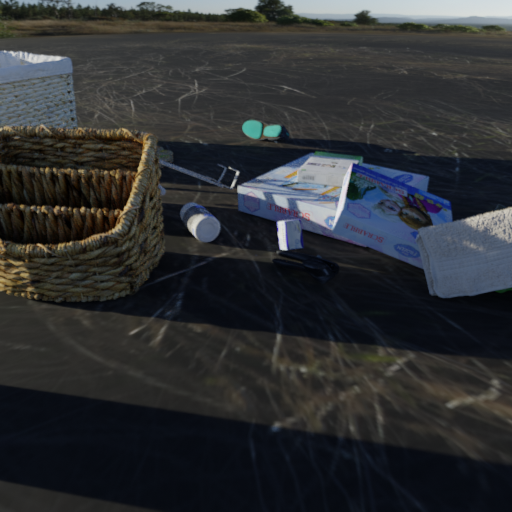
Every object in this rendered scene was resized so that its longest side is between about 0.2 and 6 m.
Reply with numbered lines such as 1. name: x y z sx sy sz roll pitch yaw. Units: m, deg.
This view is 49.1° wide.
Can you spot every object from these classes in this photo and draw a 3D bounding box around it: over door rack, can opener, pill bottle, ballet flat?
1. over door rack: -1.763 -1.757 12.343 2.474 0.824 1.828 7 11 -15
2. can opener: 0.813 0.114 9.346 1.318 0.518 0.418 18 58 46
3. pill bottle: -1.101 -0.667 10.766 0.526 0.526 0.925 -13 31 -24
4. ballet flat: 0.328 -3.666 16.667 0.628 0.628 1.719 -23 29 -38

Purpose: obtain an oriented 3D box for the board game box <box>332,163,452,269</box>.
1. board game box: 2.458 -0.703 9.886 2.040 0.420 2.036 21 37 0

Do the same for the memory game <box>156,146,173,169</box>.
1. memory game: -3.348 -2.627 15.002 2.303 0.147 2.303 0 27 0

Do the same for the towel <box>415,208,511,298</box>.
1. towel: 3.374 -0.045 8.383 1.770 1.173 0.305 -14 8 20

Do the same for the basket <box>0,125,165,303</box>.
1. basket: -3.207 -0.726 8.984 3.051 2.273 2.177 6 28 10

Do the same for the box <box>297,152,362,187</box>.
1. box: 1.610 -1.876 12.041 1.087 0.274 1.506 10 30 19

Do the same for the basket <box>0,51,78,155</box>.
1. basket: -7.028 -4.145 15.365 3.093 2.510 3.121 15 31 26

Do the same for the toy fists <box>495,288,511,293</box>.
1. toy fists: 4.541 0.103 8.892 2.576 0.886 1.313 10 33 16

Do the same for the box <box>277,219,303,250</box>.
1. box: 0.592 -0.373 9.860 0.293 0.514 0.559 -7 3 -14

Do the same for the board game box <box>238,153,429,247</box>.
1. board game box: 1.680 -1.330 11.944 2.989 0.617 2.996 19 32 32

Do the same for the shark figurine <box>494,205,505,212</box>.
1. shark figurine: 4.175 -0.481 10.047 2.027 0.846 1.211 -6 32 -17
